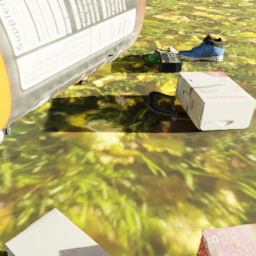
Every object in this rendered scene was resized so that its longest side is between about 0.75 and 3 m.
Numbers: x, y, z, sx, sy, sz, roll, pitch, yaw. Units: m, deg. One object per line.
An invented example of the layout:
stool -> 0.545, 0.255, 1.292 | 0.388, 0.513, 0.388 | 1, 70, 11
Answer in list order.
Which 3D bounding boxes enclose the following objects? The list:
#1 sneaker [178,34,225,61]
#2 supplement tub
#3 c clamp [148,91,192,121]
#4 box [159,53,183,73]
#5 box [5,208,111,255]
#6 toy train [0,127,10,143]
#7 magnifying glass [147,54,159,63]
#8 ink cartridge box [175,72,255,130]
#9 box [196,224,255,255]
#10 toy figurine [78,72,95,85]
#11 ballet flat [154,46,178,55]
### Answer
sneaker -> 2.881, -3.211, 11.044 | 1.797, 1.000, 0.690 | 5, 33, 7
supplement tub -> -1.193, -0.879, 2.455 | 1.595, 1.595, 2.982 | 19, 41, 27
c clamp -> 1.100, -0.621, 7.794 | 1.173, 0.186, 1.373 | 8, 36, -6
box -> 1.561, -2.444, 10.422 | 0.744, 0.415, 1.053 | 3, 33, -1
box -> -0.633, 1.857, 3.292 | 1.537, 0.956, 0.749 | 26, 41, 34
toy train -> -3.453, -0.284, 6.608 | 1.334, 1.012, 2.336 | -3, 33, -16
magnifying glass -> 1.404, -2.833, 11.258 | 1.345, 0.151, 0.535 | -13, 43, -19
ink cartridge box -> 2.239, -0.798, 7.493 | 1.406, 0.794, 1.919 | -3, 32, -9
box -> 1.552, 2.260, 2.310 | 1.254, 1.359, 2.648 | -5, 34, -7
toy figurine -> -1.786, -2.094, 9.502 | 1.351, 0.940, 1.330 | 6, 28, 12
ballet flat -> 1.619, -3.174, 11.586 | 1.110, 0.399, 0.399 | -7, 34, -11
